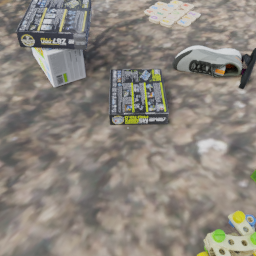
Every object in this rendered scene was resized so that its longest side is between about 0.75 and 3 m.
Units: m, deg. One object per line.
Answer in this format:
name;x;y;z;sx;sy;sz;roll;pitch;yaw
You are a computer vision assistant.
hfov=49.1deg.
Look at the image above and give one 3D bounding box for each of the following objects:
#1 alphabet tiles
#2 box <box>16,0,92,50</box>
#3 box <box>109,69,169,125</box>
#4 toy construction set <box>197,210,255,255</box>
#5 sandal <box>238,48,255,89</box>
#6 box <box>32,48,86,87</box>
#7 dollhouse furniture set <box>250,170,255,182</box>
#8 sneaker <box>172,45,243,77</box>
alphabet tiles;2.136;-5.564;13.528;2.421;0.181;2.475;28;54;24
box;-2.395;-3.685;9.619;2.153;0.656;2.671;0;47;-3
box;0.303;-1.082;9.236;1.824;0.504;2.276;-1;48;-2
toy construction set;2.287;2.883;5.298;1.663;1.168;2.536;-11;38;-10
sandal;4.257;-2.277;10.111;0.508;0.797;2.121;23;52;14
box;-2.666;-2.854;10.251;1.246;1.382;2.458;-23;51;-20
dollhouse furniture set;3.876;1.188;7.394;1.227;0.474;0.613;-2;37;-28
sneaker;2.898;-2.328;10.101;2.575;0.952;1.021;-1;52;-1
